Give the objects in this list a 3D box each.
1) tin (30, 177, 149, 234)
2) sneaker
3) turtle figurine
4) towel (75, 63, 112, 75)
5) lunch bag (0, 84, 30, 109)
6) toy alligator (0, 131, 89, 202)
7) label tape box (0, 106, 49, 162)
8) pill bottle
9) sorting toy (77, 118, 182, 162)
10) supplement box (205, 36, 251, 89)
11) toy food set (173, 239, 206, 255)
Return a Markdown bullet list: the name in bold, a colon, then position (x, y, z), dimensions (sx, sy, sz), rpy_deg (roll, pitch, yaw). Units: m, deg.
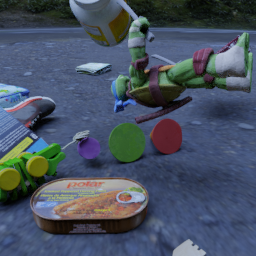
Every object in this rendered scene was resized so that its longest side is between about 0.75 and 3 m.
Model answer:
- **tin**: position (-0.699, 1.421, 5.279), dimensions (2.165, 0.453, 1.212), rpy_deg (0, 28, -1)
- **sneaker**: position (-3.167, -0.177, 8.617), dimensions (1.031, 0.970, 2.518), rpy_deg (43, 42, 19)
- **turtle figurine**: position (0.914, -1.411, 5.209), dimensions (2.551, 1.893, 2.631), rpy_deg (3, 49, 28)
- **towel**: position (-1.966, -3.450, 16.151), dimensions (1.469, 0.413, 1.716), rpy_deg (14, 27, 26)
- **lunch bag**: position (-4.789, -0.716, 9.271), dimensions (2.123, 1.089, 2.641), rpy_deg (12, 26, 31)
- **toy alligator**: position (-1.901, 0.871, 5.949), dimensions (2.806, 0.761, 0.832), rpy_deg (-24, 18, -35)
- **label tape box**: position (-3.229, 0.380, 6.763), dimensions (2.381, 0.787, 1.706), rpy_deg (41, 26, -8)
- **pill bottle**: position (-0.617, -2.739, 6.363), dimensions (1.197, 1.197, 2.123), rpy_deg (3, -2, 8)
- **sorting toy**: position (0.008, 0.345, 7.444), dimensions (2.829, 0.981, 0.974), rpy_deg (-8, 2, -21)
- **supplement box**: position (3.274, -2.298, 9.583), dimensions (1.350, 0.756, 2.482), rpy_deg (-37, 1, 38)
- **toy food set**: position (1.226, 2.282, 3.185), dimensions (1.807, 0.525, 2.618), rpy_deg (-19, 30, -36)
